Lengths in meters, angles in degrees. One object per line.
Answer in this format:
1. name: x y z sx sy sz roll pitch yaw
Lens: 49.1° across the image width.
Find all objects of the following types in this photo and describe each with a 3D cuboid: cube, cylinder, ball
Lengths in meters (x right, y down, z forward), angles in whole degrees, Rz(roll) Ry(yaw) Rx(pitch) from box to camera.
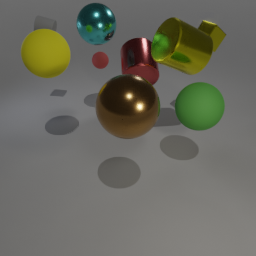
1. cube: 2.820 -3.195 9.760 0.700 0.700 0.700 23 15 -40
2. cylinder: 0.433 -2.454 10.735 1.400 1.400 1.400 -2 60 -3
3. ball: 2.066 -0.622 8.118 1.400 1.400 1.400 0 32 0
4. ball: -2.409 -2.178 8.250 1.400 1.400 1.400 0 32 0
5. ball: -1.102 -3.630 9.825 1.400 1.400 1.400 0 32 0
6. cylinder: -3.179 -3.880 10.771 0.700 0.700 0.700 14 32 -4
7. ball: -0.004 -0.460 6.069 1.400 1.400 1.400 0 32 0
8. cylinder: 1.681 -2.529 8.798 1.400 1.400 1.400 13 23 -31
9. ball: -1.152 -2.816 11.645 0.700 0.700 0.700 0 32 0
